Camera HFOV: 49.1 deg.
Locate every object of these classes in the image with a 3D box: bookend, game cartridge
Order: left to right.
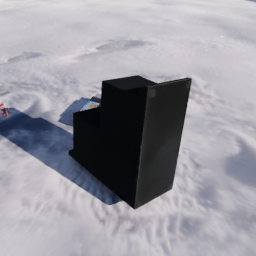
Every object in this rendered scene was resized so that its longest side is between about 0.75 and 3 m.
[{"bbox_3d":[-0.871,-0.536,9.095,1.181,0.350,1.822,19,36,8],"label":"game cartridge"},{"bbox_3d":[-0.172,-0.095,6.230,1.199,2.587,2.603,-17,33,-38],"label":"bookend"}]

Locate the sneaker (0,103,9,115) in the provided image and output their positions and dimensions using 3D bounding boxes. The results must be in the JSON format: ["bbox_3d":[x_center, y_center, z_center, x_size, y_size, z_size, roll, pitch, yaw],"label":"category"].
[{"bbox_3d":[-4.232,-0.598,9.332,0.432,0.273,0.767,-15,32,-25],"label":"sneaker"}]
